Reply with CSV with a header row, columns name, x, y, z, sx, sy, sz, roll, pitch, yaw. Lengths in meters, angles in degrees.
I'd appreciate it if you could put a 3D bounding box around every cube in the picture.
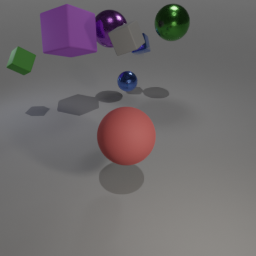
name,x,y,z,sx,sy,sz,roll,pitch,yaw
cube,-3.900,-2.436,10.233,0.700,0.700,0.700,23,-17,-36
cube,-2.099,-3.388,10.006,1.400,1.400,1.400,0,6,35
cube,-0.029,-2.628,8.176,0.700,0.700,0.700,-9,27,31
cube,0.525,-3.684,12.337,0.700,0.700,0.700,-9,3,19

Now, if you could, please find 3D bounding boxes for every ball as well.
name,x,y,z,sx,sy,sz,roll,pitch,yaw
ball,1.753,-4.187,11.152,1.400,1.400,1.400,0,29,0
ball,-0.019,-1.595,9.581,0.700,0.700,0.700,0,29,0
ball,-0.040,0.191,6.704,1.400,1.400,1.400,0,29,0
ball,-0.694,-3.833,10.853,1.400,1.400,1.400,0,29,0
